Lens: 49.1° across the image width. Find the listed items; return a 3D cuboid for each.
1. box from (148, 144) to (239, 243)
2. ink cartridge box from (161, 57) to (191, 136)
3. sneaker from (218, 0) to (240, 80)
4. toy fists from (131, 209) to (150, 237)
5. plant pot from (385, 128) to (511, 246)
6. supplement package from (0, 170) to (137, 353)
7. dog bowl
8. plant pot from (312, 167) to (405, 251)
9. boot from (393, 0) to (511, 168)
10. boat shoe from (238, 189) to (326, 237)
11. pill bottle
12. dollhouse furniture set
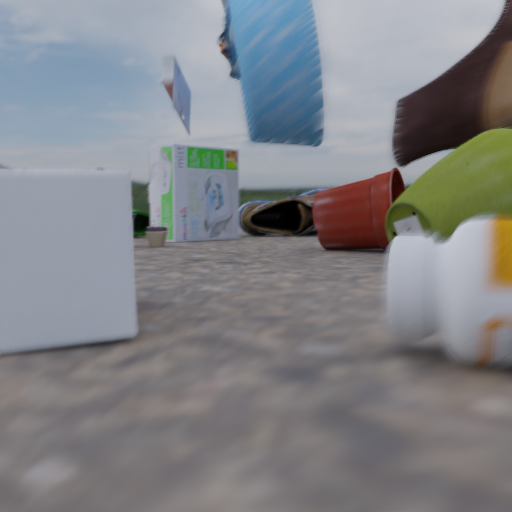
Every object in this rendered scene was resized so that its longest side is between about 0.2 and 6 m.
[{"bbox_3d":[-1.305,-1.302,11.770,1.734,1.965,0.950,-4,7,-44],"label":"box"},{"bbox_3d":[-1.056,-2.093,7.442,0.181,0.720,0.830,-3,-17,8],"label":"ink cartridge box"},{"bbox_3d":[-0.329,-3.761,9.394,0.719,1.812,0.670,-11,-15,-19],"label":"sneaker"},{"bbox_3d":[-3.403,-0.729,12.529,2.181,0.750,1.112,-3,13,-45],"label":"toy fists"},{"bbox_3d":[2.437,-0.519,6.643,1.705,1.596,1.596,-22,15,-26],"label":"plant pot"},{"bbox_3d":[-1.318,-0.041,3.352,0.867,0.900,1.583,-4,7,-24],"label":"supplement package"},{"bbox_3d":[0.148,-2.931,7.562,0.905,2.035,3.651,-9,48,0],"label":"dog bowl"},{"bbox_3d":[1.670,-0.642,8.945,1.297,1.334,1.334,-7,2,26],"label":"plant pot"},{"bbox_3d":[3.077,-2.732,8.161,2.298,2.762,0.999,-13,-35,42],"label":"boot"},{"bbox_3d":[1.126,-0.929,13.556,3.094,1.118,1.120,-11,11,-8],"label":"boat shoe"},{"bbox_3d":[1.185,0.166,2.427,1.159,0.644,0.644,3,6,21],"label":"pill bottle"},{"bbox_3d":[-2.296,-0.785,9.017,1.571,1.407,1.982,0,5,-3],"label":"dollhouse furniture set"}]
